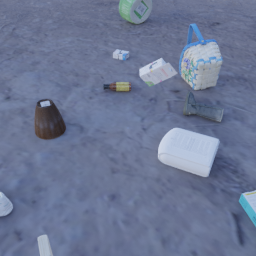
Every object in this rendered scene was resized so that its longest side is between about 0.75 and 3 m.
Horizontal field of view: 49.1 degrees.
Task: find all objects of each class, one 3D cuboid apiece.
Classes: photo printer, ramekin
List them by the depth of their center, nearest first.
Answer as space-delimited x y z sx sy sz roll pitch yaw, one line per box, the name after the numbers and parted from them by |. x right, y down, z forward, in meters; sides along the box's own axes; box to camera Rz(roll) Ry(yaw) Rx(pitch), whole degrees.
2.166 0.808 10.257 1.997 0.693 1.661 16 43 19 | photo printer
0.649 -9.075 21.016 2.456 2.456 1.199 -24 52 -26 | ramekin

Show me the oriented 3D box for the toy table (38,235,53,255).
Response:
-1.584 3.654 6.277 2.346 1.374 2.157 -23 45 -24 | toy table

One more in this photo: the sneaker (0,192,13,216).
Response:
-4.446 2.018 8.712 1.961 0.786 0.690 15 39 19 | sneaker

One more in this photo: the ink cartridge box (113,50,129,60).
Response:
-0.417 -4.417 16.900 0.823 0.347 0.595 15 42 17 | ink cartridge box

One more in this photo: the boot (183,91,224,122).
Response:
3.394 -0.970 12.502 1.684 0.611 1.531 5 53 17 | boot

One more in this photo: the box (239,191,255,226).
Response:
4.064 2.647 8.236 0.702 0.419 1.705 -9 40 -11 | box

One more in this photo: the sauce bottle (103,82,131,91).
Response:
-0.537 -2.066 13.950 1.403 0.463 0.463 2 39 0 | sauce bottle

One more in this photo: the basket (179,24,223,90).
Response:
3.531 -3.543 14.190 1.948 2.470 2.801 -8 50 -2 | basket

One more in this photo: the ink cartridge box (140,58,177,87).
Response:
1.040 -1.933 9.565 1.138 0.667 0.383 -20 51 31 | ink cartridge box

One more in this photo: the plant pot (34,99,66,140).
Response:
-3.224 -0.445 11.271 1.267 1.355 1.267 0 39 0 | plant pot
